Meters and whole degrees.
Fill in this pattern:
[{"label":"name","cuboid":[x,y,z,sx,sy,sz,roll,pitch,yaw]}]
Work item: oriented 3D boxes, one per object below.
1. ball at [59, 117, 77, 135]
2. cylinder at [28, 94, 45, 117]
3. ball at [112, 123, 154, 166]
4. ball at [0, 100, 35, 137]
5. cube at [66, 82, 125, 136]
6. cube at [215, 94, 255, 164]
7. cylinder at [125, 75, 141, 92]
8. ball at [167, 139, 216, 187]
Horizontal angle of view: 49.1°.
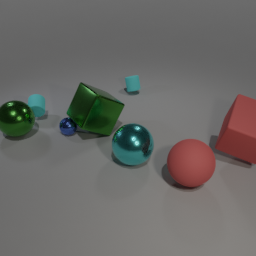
[{"label":"ball","cuboid":[-2.332,-0.072,10.931,0.700,0.700,0.700,0,32,0]},{"label":"cylinder","cuboid":[-3.840,-0.938,11.764,0.700,0.700,0.700,-6,52,-9]},{"label":"ball","cuboid":[0.159,0.539,9.280,1.400,1.400,1.400,0,32,0]},{"label":"ball","cuboid":[-4.267,-0.352,10.659,1.400,1.400,1.400,0,32,0]},{"label":"cube","cuboid":[-1.269,-0.722,10.819,1.400,1.400,1.400,16,16,-43]},{"label":"cube","cuboid":[3.795,0.052,8.905,1.400,1.400,1.400,22,61,12]},{"label":"cylinder","cuboid":[0.242,-2.245,14.111,0.700,0.700,0.700,-10,15,3]},{"label":"ball","cuboid":[1.853,1.017,8.254,1.400,1.400,1.400,0,32,0]}]
